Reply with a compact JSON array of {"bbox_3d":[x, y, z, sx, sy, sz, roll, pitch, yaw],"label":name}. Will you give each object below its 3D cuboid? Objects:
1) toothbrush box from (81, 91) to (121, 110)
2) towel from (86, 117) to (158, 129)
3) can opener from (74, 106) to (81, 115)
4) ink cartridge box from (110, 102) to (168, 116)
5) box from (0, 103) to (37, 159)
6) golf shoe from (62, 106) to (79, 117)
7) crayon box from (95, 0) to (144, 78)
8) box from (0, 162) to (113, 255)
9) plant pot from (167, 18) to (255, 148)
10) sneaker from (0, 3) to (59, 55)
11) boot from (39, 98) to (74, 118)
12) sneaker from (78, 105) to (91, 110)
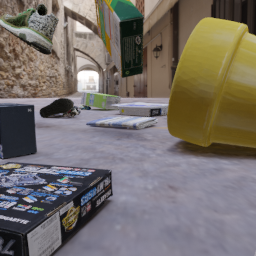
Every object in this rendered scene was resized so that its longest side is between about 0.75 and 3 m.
[{"bbox_3d":[-1.581,-1.587,16.292,1.877,0.808,1.367,12,8,34],"label":"toothbrush box"},{"bbox_3d":[-0.162,-0.163,8.682,1.869,0.223,1.373,2,10,30],"label":"towel"},{"bbox_3d":[-2.706,-0.818,13.378,0.544,0.431,1.636,-41,23,-20],"label":"can opener"},{"bbox_3d":[0.762,-0.883,13.149,2.324,0.546,2.297,4,10,41],"label":"ink cartridge box"},{"bbox_3d":[-2.158,-0.001,4.920,1.141,0.847,0.611,6,10,44],"label":"box"},{"bbox_3d":[-2.447,-0.608,11.801,0.437,0.383,0.992,42,-28,-19],"label":"golf shoe"},{"bbox_3d":[-0.248,-2.406,6.663,0.565,1.377,2.191,-15,48,-12],"label":"crayon box"},{"bbox_3d":[-0.951,0.604,2.355,1.285,0.319,1.276,2,7,19],"label":"box"},{"bbox_3d":[2.141,-0.588,5.038,2.186,2.323,2.323,21,15,22],"label":"plant pot"},{"bbox_3d":[-2.792,-3.074,8.257,2.741,1.215,1.054,35,2,37],"label":"sneaker"},{"bbox_3d":[-2.720,-0.910,11.935,1.638,0.654,1.802,-12,3,17],"label":"boot"},{"bbox_3d":[-2.475,-1.187,16.259,0.757,0.287,0.397,-4,9,-32],"label":"sneaker"}]
